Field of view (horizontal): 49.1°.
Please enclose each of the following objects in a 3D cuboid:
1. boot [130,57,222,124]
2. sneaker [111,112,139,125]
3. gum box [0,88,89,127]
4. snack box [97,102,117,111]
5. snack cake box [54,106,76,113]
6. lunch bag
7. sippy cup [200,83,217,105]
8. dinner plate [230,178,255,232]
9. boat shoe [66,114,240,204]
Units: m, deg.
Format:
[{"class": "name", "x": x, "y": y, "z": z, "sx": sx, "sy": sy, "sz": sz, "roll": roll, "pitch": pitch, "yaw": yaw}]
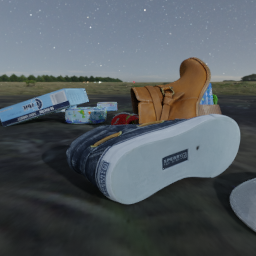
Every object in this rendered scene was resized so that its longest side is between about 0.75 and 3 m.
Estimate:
[{"class": "boot", "x": 1.048, "y": -0.865, "z": 7.102, "sx": 2.041, "sy": 2.628, "sz": 1.008, "roll": 0, "pitch": -32, "yaw": -8}, {"class": "sneaker", "x": -0.003, "y": -0.175, "z": 8.139, "sx": 1.214, "sy": 0.467, "sz": 0.515, "roll": -5, "pitch": 25, "yaw": 27}, {"class": "gum box", "x": -2.752, "y": -0.790, "z": 9.717, "sx": 2.250, "sy": 0.590, "sz": 2.648, "roll": -17, "pitch": 6, "yaw": 7}, {"class": "snack box", "x": -1.106, "y": -1.153, "z": 14.923, "sx": 1.052, "sy": 0.422, "sz": 1.248, "roll": -1, "pitch": 7, "yaw": -4}, {"class": "snack cake box", "x": -3.587, "y": -1.181, "z": 14.353, "sx": 1.089, "sy": 0.636, "sz": 1.893, "roll": 5, "pitch": 10, "yaw": 21}, {"class": "lunch bag", "x": -1.416, "y": -0.454, "z": 9.606, "sx": 1.359, "sy": 0.560, "sz": 1.093, "roll": -1, "pitch": 9, "yaw": 1}, {"class": "sippy cup", "x": 2.469, "y": -0.969, "z": 10.229, "sx": 1.503, "sy": 1.403, "sz": 1.914, "roll": 3, "pitch": 8, "yaw": 18}, {"class": "dinner plate", "x": 2.172, "y": 0.732, "z": 2.627, "sx": 2.289, "sy": 0.277, "sz": 2.289, "roll": -1, "pitch": 9, "yaw": 0}, {"class": "boat shoe", "x": 0.438, "y": 0.220, "z": 3.810, "sx": 2.446, "sy": 0.865, "sz": 1.110, "roll": -9, "pitch": 16, "yaw": -37}]
